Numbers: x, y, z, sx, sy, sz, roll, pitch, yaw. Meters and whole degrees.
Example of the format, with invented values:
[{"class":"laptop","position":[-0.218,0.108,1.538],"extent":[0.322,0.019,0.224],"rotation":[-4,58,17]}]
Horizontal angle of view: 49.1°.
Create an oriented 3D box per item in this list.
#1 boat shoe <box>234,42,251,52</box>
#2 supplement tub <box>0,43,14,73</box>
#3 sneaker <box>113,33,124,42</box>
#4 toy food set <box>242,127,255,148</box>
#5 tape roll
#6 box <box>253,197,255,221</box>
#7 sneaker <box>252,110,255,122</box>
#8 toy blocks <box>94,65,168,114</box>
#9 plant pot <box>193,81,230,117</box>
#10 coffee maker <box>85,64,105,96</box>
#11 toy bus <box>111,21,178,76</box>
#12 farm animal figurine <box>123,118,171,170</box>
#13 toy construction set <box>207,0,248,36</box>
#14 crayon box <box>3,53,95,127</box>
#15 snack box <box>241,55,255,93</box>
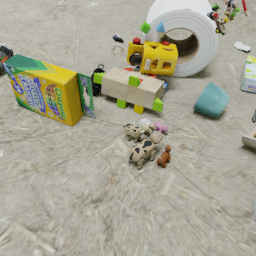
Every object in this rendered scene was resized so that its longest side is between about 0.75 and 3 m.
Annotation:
[{"class":"boat shoe","position":[5.473,-3.848,13.383],"extent":[0.273,0.322,0.884],"rotation":[21,17,-45]},{"class":"supplement tub","position":[-5.573,-2.909,11.972],"extent":[0.872,0.872,1.424],"rotation":[7,46,6]},{"class":"sneaker","position":[-0.497,-4.393,13.909],"extent":[0.329,0.284,0.751],"rotation":[-35,51,-10]},{"class":"toy food set","position":[5.097,-0.028,8.844],"extent":[1.977,0.832,2.756],"rotation":[23,46,35]},{"class":"tape roll","position":[2.086,-3.813,11.433],"extent":[2.923,2.923,2.007],"rotation":[6,47,6]},{"class":"box","position":[3.911,2.213,7.318],"extent":[1.120,0.337,0.653],"rotation":[10,46,11]},{"class":"sneaker","position":[4.656,-0.478,10.000],"extent":[0.303,0.288,0.764],"rotation":[25,51,20]},{"class":"toy blocks","position":[0.335,-1.711,10.683],"extent":[2.732,1.365,1.867],"rotation":[19,37,16]},{"class":"plant pot","position":[3.008,-0.926,9.911],"extent":[0.921,1.147,1.147],"rotation":[35,54,15]},{"class":"coffee maker","position":[-1.270,-1.855,10.901],"extent":[0.646,0.921,0.959],"rotation":[7,46,11]},{"class":"toy bus","position":[0.771,-2.601,10.473],"extent":[2.207,2.083,1.141],"rotation":[-31,34,24]},{"class":"farm animal figurine","position":[0.632,0.285,8.785],"extent":[1.508,0.939,1.867],"rotation":[-4,46,-4]},{"class":"toy construction set","position":[2.817,-3.058,7.814],"extent":[1.031,0.792,0.860],"rotation":[8,47,48]},{"class":"crayon box","position":[-2.656,-1.234,9.614],"extent":[2.995,1.883,0.773],"rotation":[19,49,18]},{"class":"snack box","position":[5.948,-1.982,11.195],"extent":[2.543,0.674,1.808],"rotation":[15,47,14]}]
